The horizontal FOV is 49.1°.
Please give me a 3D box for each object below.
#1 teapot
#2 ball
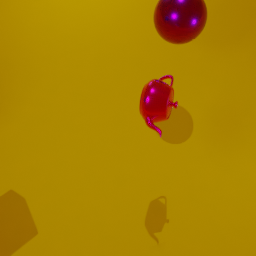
[{"bbox_3d":[0.532,-0.398,4.710,0.593,0.754,1.212,11,67,17],"label":"teapot"},{"bbox_3d":[1.131,-2.418,6.096,1.155,1.155,1.155,0,67,0],"label":"ball"}]
